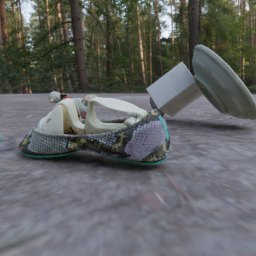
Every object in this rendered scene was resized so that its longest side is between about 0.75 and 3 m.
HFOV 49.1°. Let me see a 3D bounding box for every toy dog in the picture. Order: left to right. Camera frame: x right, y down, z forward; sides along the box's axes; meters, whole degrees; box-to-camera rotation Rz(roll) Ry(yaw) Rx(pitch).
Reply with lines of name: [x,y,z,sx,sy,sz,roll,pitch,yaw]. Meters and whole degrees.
toy dog: [-1.685,-0.614,8.449,1.638,1.080,0.789,-2,31,22]

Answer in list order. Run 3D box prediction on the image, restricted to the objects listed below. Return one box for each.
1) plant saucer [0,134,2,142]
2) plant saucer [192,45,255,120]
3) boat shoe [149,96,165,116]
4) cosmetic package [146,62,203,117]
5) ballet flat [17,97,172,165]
plant saucer: [-2.878,0.000,5.334,0.996,0.179,0.996,24,6,-3]
plant saucer: [2.274,-1.005,7.121,0.593,2.361,2.361,-38,4,9]
boat shoe: [1.150,-1.155,10.155,0.643,0.548,1.922,30,35,-20]
cosmetic package: [1.476,-1.123,8.570,1.325,0.814,1.321,-37,-22,15]
ballet flat: [-0.605,-0.024,4.029,2.494,0.897,0.897,1,8,24]
